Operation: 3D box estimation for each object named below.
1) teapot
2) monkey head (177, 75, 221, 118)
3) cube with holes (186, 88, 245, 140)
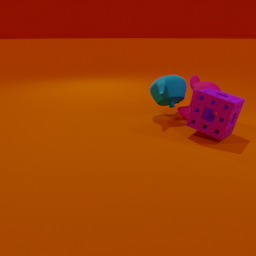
[{"bbox_3d":[1.388,-1.191,9.529,1.273,1.002,2.047,-16,-14,24],"label":"teapot"},{"bbox_3d":[2.407,-0.922,9.329,1.423,1.192,1.978,-10,41,-14],"label":"monkey head"},{"bbox_3d":[2.474,-0.440,7.924,1.056,1.056,1.056,26,24,29],"label":"cube with holes"}]
